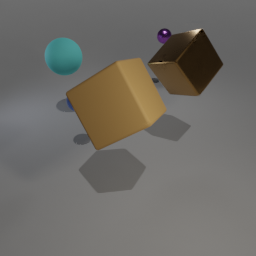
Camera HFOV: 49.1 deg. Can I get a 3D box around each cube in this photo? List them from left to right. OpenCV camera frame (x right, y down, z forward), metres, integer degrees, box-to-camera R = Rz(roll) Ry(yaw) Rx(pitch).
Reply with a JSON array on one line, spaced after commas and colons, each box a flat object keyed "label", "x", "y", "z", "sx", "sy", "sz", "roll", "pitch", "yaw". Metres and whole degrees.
[{"label": "cube", "x": -0.197, "y": -0.568, "z": 6.179, "sx": 1.400, "sy": 1.400, "sz": 1.400, "roll": -26, "pitch": 5, "yaw": 26}, {"label": "cube", "x": 1.767, "y": -1.977, "z": 8.683, "sx": 1.400, "sy": 1.400, "sz": 1.400, "roll": -51, "pitch": 29, "yaw": -14}]

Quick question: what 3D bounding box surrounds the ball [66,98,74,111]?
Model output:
[{"label": "ball", "x": -1.561, "y": -0.850, "z": 8.715, "sx": 0.700, "sy": 0.700, "sz": 0.700, "roll": 0, "pitch": 31, "yaw": 0}]

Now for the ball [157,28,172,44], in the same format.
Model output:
[{"label": "ball", "x": 1.722, "y": -4.351, "z": 13.270, "sx": 0.700, "sy": 0.700, "sz": 0.700, "roll": 0, "pitch": 31, "yaw": 0}]

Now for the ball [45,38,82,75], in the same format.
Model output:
[{"label": "ball", "x": -2.454, "y": -2.721, "z": 10.709, "sx": 1.400, "sy": 1.400, "sz": 1.400, "roll": 0, "pitch": 31, "yaw": 0}]
